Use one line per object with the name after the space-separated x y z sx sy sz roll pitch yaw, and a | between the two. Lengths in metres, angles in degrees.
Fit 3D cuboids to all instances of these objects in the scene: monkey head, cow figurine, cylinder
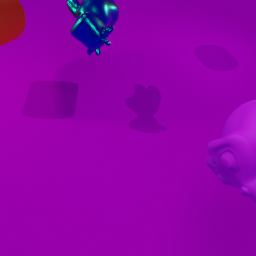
1.540 0.323 3.062 1.021 1.695 1.219 -33 57 -10 | monkey head
-0.713 -2.561 6.655 1.745 0.958 1.717 -25 82 -52 | cow figurine
-3.535 -2.749 7.054 1.397 1.397 1.397 7 31 6 | cylinder
